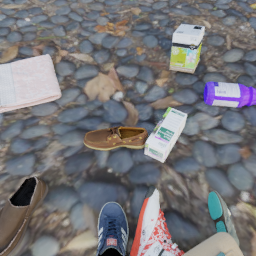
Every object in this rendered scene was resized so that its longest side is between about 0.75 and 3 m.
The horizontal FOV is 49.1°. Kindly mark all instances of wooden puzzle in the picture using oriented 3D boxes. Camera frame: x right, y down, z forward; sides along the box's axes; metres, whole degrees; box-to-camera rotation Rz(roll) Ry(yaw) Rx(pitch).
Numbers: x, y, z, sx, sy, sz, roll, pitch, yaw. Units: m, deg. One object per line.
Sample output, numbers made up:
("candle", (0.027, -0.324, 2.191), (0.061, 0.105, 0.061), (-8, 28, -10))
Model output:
("wooden puzzle", (1.689, 3.806, 5.500), (2.424, 0.488, 2.620), (-24, 72, -17))

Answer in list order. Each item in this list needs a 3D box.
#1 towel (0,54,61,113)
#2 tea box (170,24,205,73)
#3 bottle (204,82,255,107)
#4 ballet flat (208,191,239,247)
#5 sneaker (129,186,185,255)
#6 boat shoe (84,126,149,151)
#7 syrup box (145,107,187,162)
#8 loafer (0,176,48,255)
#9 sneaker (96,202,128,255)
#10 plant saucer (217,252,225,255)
("towel", (-3.656, -1.680, 10.002), (2.182, 0.368, 2.284), (-15, 55, -11))
("tea box", (2.118, -2.856, 10.024), (0.903, 1.330, 1.351), (12, 35, 17))
("bottle", (3.577, -1.096, 9.376), (1.963, 0.641, 0.820), (5, 50, 4))
("ballet flat", (2.381, 2.303, 6.987), (0.469, 0.496, 1.471), (14, 50, -24))
("sneaker", (0.767, 2.561, 6.542), (1.222, 0.761, 2.279), (13, 57, 9))
("boat shoe", (-0.357, 0.218, 8.362), (1.962, 0.663, 0.706), (-1, 53, -1))
("syrup box", (1.145, 0.185, 8.405), (0.626, 0.648, 1.590), (25, 56, 18))
("loafer", (-2.827, 2.086, 6.852), (0.829, 0.806, 2.270), (15, 54, 11))
("sneaker", (-0.358, 2.599, 6.427), (0.772, 0.871, 2.060), (-2, 52, -2))
("plant saucer", (1.261, 3.317, 5.315), (2.156, 0.205, 0.754), (-28, 77, -19))
